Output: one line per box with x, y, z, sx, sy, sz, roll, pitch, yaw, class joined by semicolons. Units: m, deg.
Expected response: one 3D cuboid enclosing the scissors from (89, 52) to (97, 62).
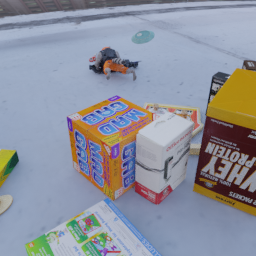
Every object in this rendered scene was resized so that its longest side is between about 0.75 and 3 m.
-2.202;-4.544;17.823;0.585;0.111;1.600;-6;36;-6;scissors

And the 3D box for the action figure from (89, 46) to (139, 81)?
-0.521;-3.653;15.322;2.965;1.551;2.868;-15;45;-22;action figure

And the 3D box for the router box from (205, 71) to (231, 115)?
4.388;-0.963;10.937;2.481;1.850;0.633;26;43;33;router box

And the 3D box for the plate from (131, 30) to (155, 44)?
0.658;-4.131;12.573;1.071;0.137;1.071;-9;49;10;plate

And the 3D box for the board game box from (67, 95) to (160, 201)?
-0.404;0.497;8.610;2.000;1.998;1.998;-28;43;-35;board game box

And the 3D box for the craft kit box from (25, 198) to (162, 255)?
-0.743;2.960;6.305;2.340;0.575;2.369;-21;39;-32;craft kit box

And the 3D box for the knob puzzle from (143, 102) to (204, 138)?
1.644;-0.314;11.219;3.029;0.420;3.029;0;35;0;knob puzzle

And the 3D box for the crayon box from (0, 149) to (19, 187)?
-4.386;1.391;8.650;1.211;0.484;1.907;5;33;7;crayon box

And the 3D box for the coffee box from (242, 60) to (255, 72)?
5.371;-1.949;12.411;0.732;1.833;1.036;6;34;8;coffee box

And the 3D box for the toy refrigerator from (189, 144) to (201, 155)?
2.372;0.751;9.799;0.829;0.290;0.315;1;27;0;toy refrigerator

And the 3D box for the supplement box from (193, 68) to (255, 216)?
3.453;0.275;8.105;1.943;2.927;2.887;19;38;26;supplement box

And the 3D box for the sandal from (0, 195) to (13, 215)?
-3.998;2.145;7.422;1.840;0.605;0.675;-26;42;-33;sandal

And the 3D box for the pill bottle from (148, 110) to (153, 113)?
0.220;-0.319;10.714;1.403;0.792;0.792;3;34;14;pill bottle

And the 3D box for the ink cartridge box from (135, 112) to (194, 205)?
1.013;0.855;7.972;0.880;2.124;1.559;26;42;33;ink cartridge box
